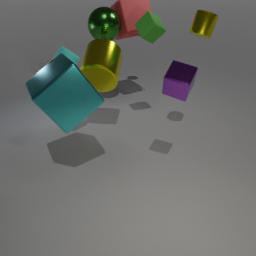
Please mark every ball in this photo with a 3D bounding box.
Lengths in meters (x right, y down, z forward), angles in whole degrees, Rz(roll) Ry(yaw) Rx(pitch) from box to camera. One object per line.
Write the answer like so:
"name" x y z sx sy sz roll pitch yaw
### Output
"ball" -0.981 -4.310 11.696 1.400 1.400 1.400 0 28 0

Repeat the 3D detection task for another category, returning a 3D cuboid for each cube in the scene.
"cube" 1.392 -1.273 7.577 0.700 0.700 0.700 22 62 14
"cube" 0.802 -3.592 10.021 0.700 0.700 0.700 8 53 -49
"cube" -1.773 -0.988 7.791 1.400 1.400 1.400 -41 36 -3
"cube" 0.132 -4.876 12.426 1.400 1.400 1.400 -19 10 -22

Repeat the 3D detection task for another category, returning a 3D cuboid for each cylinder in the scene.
"cylinder" 2.370 -3.238 8.762 0.700 0.700 0.700 16 17 -5
"cylinder" -0.969 -2.272 10.235 1.400 1.400 1.400 4 58 7
"cylinder" -2.025 -2.147 9.021 0.700 0.700 0.700 33 10 -6
